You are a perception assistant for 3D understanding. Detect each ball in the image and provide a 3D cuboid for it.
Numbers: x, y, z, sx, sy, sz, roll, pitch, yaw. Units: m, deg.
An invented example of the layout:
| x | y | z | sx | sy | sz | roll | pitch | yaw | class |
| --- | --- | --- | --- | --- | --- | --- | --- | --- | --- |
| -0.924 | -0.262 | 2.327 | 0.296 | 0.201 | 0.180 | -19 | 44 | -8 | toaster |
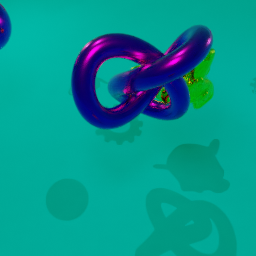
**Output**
| x | y | z | sx | sy | sz | roll | pitch | yaw | class |
| --- | --- | --- | --- | --- | --- | --- | --- | --- | --- |
| -2.254 | -1.582 | 4.272 | 0.893 | 0.893 | 0.893 | 0 | 52 | 0 | ball |

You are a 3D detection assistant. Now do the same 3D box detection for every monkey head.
| x | y | z | sx | sy | sz | roll | pitch | yaw | class |
| --- | --- | --- | --- | --- | --- | --- | --- | --- | --- |
| 1.048 | -1.065 | 5.386 | 1.936 | 1.393 | 1.167 | -7 | 44 | -22 | monkey head |

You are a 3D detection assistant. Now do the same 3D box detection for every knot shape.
| x | y | z | sx | sy | sz | roll | pitch | yaw | class |
| --- | --- | --- | --- | --- | --- | --- | --- | --- | --- |
| 0.277 | -0.633 | 4.226 | 2.048 | 1.917 | 0.946 | -22 | 68 | 1 | knot shape |
